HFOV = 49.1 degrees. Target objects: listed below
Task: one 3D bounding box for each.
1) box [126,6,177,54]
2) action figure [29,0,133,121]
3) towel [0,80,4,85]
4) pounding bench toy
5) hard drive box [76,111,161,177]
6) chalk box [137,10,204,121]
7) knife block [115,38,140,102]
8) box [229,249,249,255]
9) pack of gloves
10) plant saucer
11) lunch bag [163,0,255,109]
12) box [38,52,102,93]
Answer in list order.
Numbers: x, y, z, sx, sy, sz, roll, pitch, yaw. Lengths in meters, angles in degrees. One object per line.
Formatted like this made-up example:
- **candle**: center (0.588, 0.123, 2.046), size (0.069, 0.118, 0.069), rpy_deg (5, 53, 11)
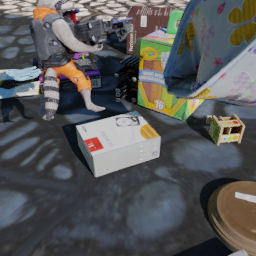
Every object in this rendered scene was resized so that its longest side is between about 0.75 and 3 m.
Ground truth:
- **box**: center (0.950, -3.903, 11.238), size (1.862, 1.545, 1.529), rpy_deg (5, 36, 6)
- **action figure**: center (-0.754, -0.956, 3.564), size (1.654, 1.600, 0.865), rpy_deg (-5, 9, 38)
- **towel**: center (-5.143, -0.827, 8.052), size (2.001, 0.317, 2.786), rpy_deg (7, 37, 10)
- **pounding bench toy**: center (2.356, -0.060, 6.819), size (0.654, 0.521, 0.838), rpy_deg (-5, 36, -7)
- **hard drive box**: center (-0.234, 0.304, 6.257), size (1.536, 0.590, 1.197), rpy_deg (-16, 38, -21)
- **chalk box**: center (1.303, -1.762, 7.468), size (1.555, 2.500, 1.548), rpy_deg (22, 42, 28)
- **knife block**: center (0.449, -1.577, 8.874), size (0.788, 2.163, 2.464), rpy_deg (18, -5, 22)
- **box**: center (1.401, 2.291, 3.775), size (1.159, 0.280, 0.918), rpy_deg (-14, 38, -19)
- **pack of gloves**: center (-3.493, -1.264, 8.433), size (1.801, 0.355, 1.513), rpy_deg (-7, 44, -3)
- **plant saucer**: center (2.233, 1.502, 4.918), size (1.611, 0.237, 1.611), rpy_deg (-1, 36, 1)
- **lunch bag**: center (1.630, -1.028, 3.181), size (1.852, 2.183, 1.388), rpy_deg (6, 58, -21)
- **box**: center (-2.068, -2.029, 9.586), size (1.887, 0.477, 2.640), rpy_deg (-10, 39, -13)
